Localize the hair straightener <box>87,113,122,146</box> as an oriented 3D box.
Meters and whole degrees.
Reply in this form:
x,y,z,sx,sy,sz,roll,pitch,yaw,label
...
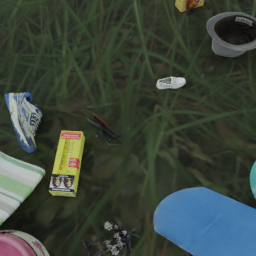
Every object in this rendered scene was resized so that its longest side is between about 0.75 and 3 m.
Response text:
x,y,z,sx,sy,sz,roll,pitch,yaw,label
-0.760,0.141,8.579,1.406,0.288,0.541,41,69,15,hair straightener

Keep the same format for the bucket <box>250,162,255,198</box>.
x,y,z,sx,sy,sz,roll,pitch,yaw,label
4.528,1.240,7.124,2.575,1.675,2.575,0,62,0,bucket

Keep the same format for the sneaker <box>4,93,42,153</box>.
x,y,z,sx,sy,sz,roll,pitch,yaw,label
-3.024,-0.294,8.450,0.938,0.848,2.201,-17,62,-20,sneaker

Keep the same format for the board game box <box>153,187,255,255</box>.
x,y,z,sx,sy,sz,roll,pitch,yaw,label
1.995,2.437,6.587,2.825,0.550,2.232,18,30,42,board game box

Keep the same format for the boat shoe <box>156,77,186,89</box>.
x,y,z,sx,sy,sz,roll,pitch,yaw,label
1.472,-1.551,9.431,1.011,0.350,0.358,-11,61,-6,boat shoe

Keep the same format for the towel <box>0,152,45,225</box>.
x,y,z,sx,sy,sz,roll,pitch,yaw,label
-3.400,1.546,7.172,1.640,0.337,2.199,17,36,12,towel

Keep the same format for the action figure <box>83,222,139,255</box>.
x,y,z,sx,sy,sz,roll,pitch,yaw,label
-0.388,2.768,6.858,1.323,0.675,0.786,-22,53,-10,action figure

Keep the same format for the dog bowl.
x,y,z,sx,sy,sz,roll,pitch,yaw,label
-3.039,3.596,6.196,2.707,0.998,2.707,0,61,-1,dog bowl

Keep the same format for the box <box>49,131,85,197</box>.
x,y,z,sx,sy,sz,roll,pitch,yaw,label
-1.695,0.986,7.951,0.689,0.459,1.830,4,61,3,box

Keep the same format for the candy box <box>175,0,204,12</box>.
x,y,z,sx,sy,sz,roll,pitch,yaw,label
2.519,-5.545,10.791,1.087,1.863,0.526,-21,62,-12,candy box

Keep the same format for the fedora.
x,y,z,sx,sy,sz,roll,pitch,yaw,label
3.713,-3.196,10.004,2.114,0.954,1.869,-27,65,-17,fedora
